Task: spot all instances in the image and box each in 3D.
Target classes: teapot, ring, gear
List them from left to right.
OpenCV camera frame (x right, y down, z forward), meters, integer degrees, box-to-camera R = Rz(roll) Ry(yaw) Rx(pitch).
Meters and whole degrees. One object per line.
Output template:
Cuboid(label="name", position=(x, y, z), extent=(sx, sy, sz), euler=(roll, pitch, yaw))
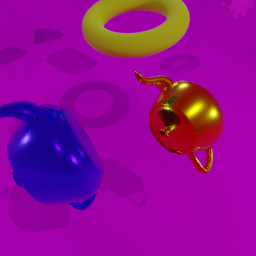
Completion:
Cuboid(label="teapot", position=(-0.928, 0.322, 3.264), extent=(0.957, 1.955, 1.216), euler=(-30, 32, 0))
Cuboid(label="ring", position=(0.130, -2.027, 5.295), extent=(2.020, 0.404, 2.020), euler=(-4, 50, 5))
Cuboid(label="teapot", position=(0.663, -0.123, 3.681), extent=(0.794, 1.008, 1.622), euler=(-34, 94, -34))
Cuboid(label="gear", position=(2.816, -3.500, 6.845), extent=(1.502, 1.502, 0.278), euler=(-30, 46, -28))
